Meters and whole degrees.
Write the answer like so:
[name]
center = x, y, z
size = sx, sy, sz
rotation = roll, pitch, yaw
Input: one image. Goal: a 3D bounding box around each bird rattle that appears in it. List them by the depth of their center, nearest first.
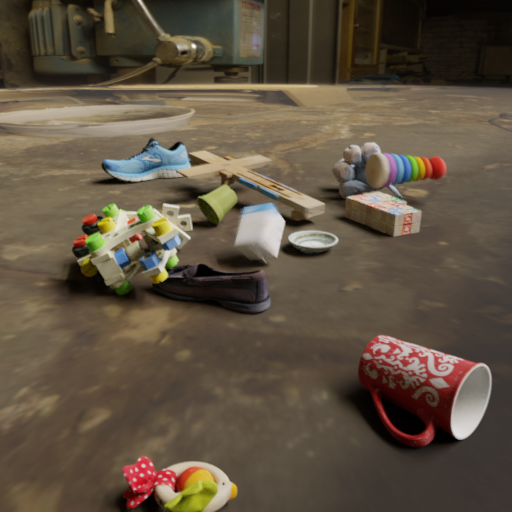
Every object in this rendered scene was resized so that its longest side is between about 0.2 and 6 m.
[bird rattle]
center = -0.574, 1.831, 4.319
size = 0.731, 0.505, 0.896
rotation = -4, 5, -43

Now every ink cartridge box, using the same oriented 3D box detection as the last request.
[ink cartridge box]
center = 0.055, -0.338, 9.005
size = 0.519, 0.533, 0.829
rotation = -5, 54, 30

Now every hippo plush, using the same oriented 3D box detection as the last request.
[hippo plush]
center = 2.461, -2.073, 13.021
size = 1.612, 1.284, 1.296
rotation = -2, 22, -5

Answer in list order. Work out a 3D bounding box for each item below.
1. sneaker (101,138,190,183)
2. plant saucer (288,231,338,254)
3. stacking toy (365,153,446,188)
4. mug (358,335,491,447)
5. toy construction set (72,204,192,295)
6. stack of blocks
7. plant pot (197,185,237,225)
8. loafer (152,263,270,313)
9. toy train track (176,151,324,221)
[sneaker]
center = -2.870, -2.535, 14.522
size = 2.333, 1.049, 0.914
rotation = -12, 24, -28
[plant saucer]
center = 0.975, -0.207, 9.660
size = 0.855, 0.215, 0.855
rotation = 1, 21, 0
[stacking toy]
center = 3.302, -1.847, 12.104
size = 1.767, 0.754, 0.754
rotation = -3, 21, -18
[mug]
center = 1.495, 1.220, 5.324
size = 0.952, 0.716, 1.073
rotation = -16, 23, -39
[toy construction set]
center = -1.815, -0.297, 8.537
size = 1.691, 1.188, 2.579
rotation = -24, 12, 6
[stack of blocks]
center = 2.536, -0.841, 10.989
size = 0.851, 0.433, 1.478
rotation = -11, 24, -27
[plant pot]
center = -0.719, -1.045, 10.954
size = 0.606, 0.659, 0.659
rotation = -40, 38, -21
[loafer]
center = -0.638, 0.313, 7.791
size = 1.819, 0.573, 0.654
rotation = 10, 24, 24
[toy train track]
center = -0.156, -1.457, 12.292
size = 2.376, 0.674, 4.143
rotation = -17, 33, -35
